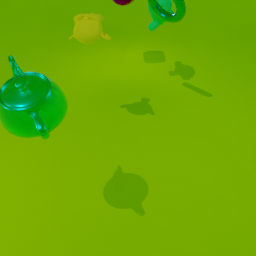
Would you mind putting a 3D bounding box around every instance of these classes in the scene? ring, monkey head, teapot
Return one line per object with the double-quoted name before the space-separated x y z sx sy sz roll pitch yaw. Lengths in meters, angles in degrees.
"ring" 1.005 -3.333 7.453 1.234 1.234 0.247 32 77 31
"monkey head" 0.928 -3.763 9.021 1.097 0.918 1.524 -36 33 19
"teapot" -1.503 -0.448 4.257 1.045 0.823 1.681 -25 56 -13
"monkey head" -0.918 -2.477 6.999 1.205 0.726 0.867 9 27 24

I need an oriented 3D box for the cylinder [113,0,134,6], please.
"cylinder" -0.147 -4.712 9.718 0.849 0.849 0.849 5 24 5
